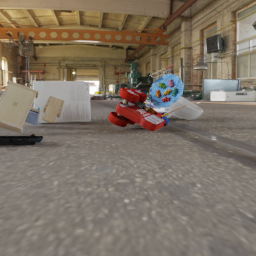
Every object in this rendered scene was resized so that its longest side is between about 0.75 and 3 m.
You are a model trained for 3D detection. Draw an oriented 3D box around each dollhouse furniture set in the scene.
[{"bbox_3d":[-4.089,-0.218,11.118,2.429,1.679,2.573,20,-29,-12],"label":"dollhouse furniture set"}]

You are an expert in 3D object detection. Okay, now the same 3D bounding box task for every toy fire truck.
[{"bbox_3d":[0.562,-0.568,11.495,2.119,1.415,2.523,30,16,16],"label":"toy fire truck"}]

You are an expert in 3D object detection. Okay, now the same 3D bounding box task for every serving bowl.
[{"bbox_3d":[2.595,-1.174,15.032,2.755,0.906,2.755,24,16,-7],"label":"serving bowl"}]

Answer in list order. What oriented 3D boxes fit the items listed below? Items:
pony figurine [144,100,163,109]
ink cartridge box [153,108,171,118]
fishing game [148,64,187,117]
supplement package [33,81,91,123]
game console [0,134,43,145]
[{"bbox_3d":[1.784,-1.530,19.392,1.705,1.420,1.646,11,45,43],"label":"pony figurine"},{"bbox_3d":[0.982,-0.804,15.647,2.453,0.541,2.498,5,10,19],"label":"ink cartridge box"},{"bbox_3d":[1.518,-1.577,11.596,1.573,2.197,0.342,-21,-28,24],"label":"fishing game"},{"bbox_3d":[-3.327,-1.322,13.947,2.595,1.969,1.955,-2,8,-18],"label":"supplement package"},{"bbox_3d":[-3.902,0.270,8.054,2.879,0.347,1.698,1,8,1],"label":"game console"}]
